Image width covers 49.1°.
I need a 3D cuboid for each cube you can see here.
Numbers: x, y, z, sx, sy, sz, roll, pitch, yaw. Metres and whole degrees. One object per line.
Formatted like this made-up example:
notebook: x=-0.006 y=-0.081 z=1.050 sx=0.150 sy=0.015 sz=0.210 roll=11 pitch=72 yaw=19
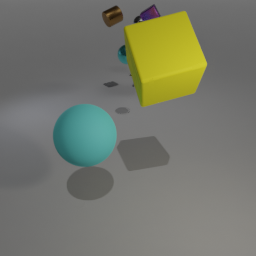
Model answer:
cube: x=0.778 y=-1.508 z=6.407 sx=1.400 sy=1.400 sz=1.400 roll=-15 pitch=73 yaw=-2
cube: x=1.008 y=-4.886 z=12.274 sx=0.700 sy=0.700 sz=0.700 roll=-26 pitch=24 yaw=21

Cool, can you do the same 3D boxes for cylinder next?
cylinder: x=-0.683 y=-4.932 z=12.384 sx=0.700 sy=0.700 sz=0.700 roll=-32 pitch=38 yaw=-14

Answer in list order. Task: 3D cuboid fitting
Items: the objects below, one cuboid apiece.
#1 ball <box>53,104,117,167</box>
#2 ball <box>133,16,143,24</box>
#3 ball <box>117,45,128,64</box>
ball: x=-0.955 y=0.164 z=6.260 sx=1.400 sy=1.400 sz=1.400 roll=0 pitch=28 yaw=0
ball: x=0.626 y=-5.428 z=14.452 sx=0.700 sy=0.700 sz=0.700 roll=0 pitch=28 yaw=0
ball: x=-0.030 y=-2.651 z=10.096 sx=0.700 sy=0.700 sz=0.700 roll=0 pitch=28 yaw=0
